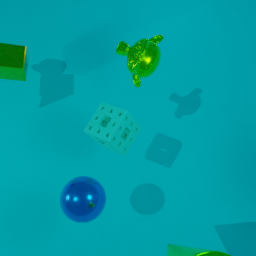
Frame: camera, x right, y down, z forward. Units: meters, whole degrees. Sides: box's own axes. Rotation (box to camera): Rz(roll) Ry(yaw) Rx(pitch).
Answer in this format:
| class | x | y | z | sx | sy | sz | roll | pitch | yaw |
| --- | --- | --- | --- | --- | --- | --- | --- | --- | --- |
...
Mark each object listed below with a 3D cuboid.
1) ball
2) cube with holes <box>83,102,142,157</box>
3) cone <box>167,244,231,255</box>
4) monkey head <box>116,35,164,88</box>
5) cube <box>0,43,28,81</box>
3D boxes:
| class | x | y | z | sx | sy | sz | roll | pitch | yaw |
| --- | --- | --- | --- | --- | --- | --- | --- | --- | --- |
| ball | -0.878 | 1.397 | 5.505 | 0.898 | 0.898 | 0.898 | 0 | 72 | 0 |
| cube with holes | -0.315 | 0.027 | 6.015 | 0.748 | 0.748 | 0.748 | 21 | 73 | 37 |
| cone | 0.837 | 2.050 | 4.162 | 1.186 | 1.191 | 1.186 | -3 | 99 | -15 |
| monkey head | 0.241 | -1.577 | 6.186 | 0.922 | 0.772 | 1.281 | 33 | 103 | 32 |
| cube | -3.191 | -1.808 | 7.739 | 0.726 | 0.726 | 0.726 | 4 | 69 | -14 |
